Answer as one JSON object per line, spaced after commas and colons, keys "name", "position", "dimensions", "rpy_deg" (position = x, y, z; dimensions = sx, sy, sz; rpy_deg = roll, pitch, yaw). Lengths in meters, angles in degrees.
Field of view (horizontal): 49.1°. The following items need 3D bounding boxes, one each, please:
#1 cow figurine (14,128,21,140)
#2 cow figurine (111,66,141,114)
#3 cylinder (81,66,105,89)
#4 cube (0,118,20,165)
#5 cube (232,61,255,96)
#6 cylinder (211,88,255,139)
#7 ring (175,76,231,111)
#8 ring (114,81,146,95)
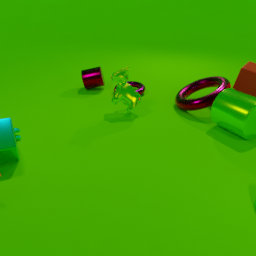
{"name": "cow figurine", "position": [-3.551, 0.283, 7.747], "dimensions": [0.910, 0.507, 0.925], "rpy_deg": [2, 23, 2]}
{"name": "cow figurine", "position": [-0.043, -1.302, 9.356], "dimensions": [1.328, 1.307, 0.729], "rpy_deg": [32, -10, -8]}
{"name": "cylinder", "position": [-1.423, -2.049, 11.472], "dimensions": [0.803, 0.803, 0.803], "rpy_deg": [-12, 29, 3]}
{"name": "cube", "position": [-3.197, 0.367, 6.869], "dimensions": [0.840, 0.840, 0.840], "rpy_deg": [-12, 65, -20]}
{"name": "cube", "position": [4.369, -1.368, 9.573], "dimensions": [1.285, 1.285, 1.285], "rpy_deg": [28, 34, 22]}
{"name": "cylinder", "position": [3.298, -0.443, 8.275], "dimensions": [1.201, 1.201, 1.201], "rpy_deg": [-18, 33, -29]}
{"name": "ring", "position": [2.601, -1.236, 9.867], "dimensions": [1.987, 0.397, 1.987], "rpy_deg": [-22, 25, 11]}
{"name": "ring", "position": [0.067, -1.564, 11.234], "dimensions": [1.273, 0.255, 1.273], "rpy_deg": [-3, 31, 2]}
